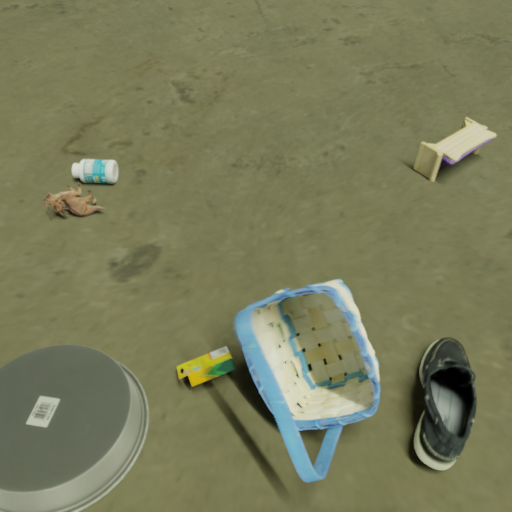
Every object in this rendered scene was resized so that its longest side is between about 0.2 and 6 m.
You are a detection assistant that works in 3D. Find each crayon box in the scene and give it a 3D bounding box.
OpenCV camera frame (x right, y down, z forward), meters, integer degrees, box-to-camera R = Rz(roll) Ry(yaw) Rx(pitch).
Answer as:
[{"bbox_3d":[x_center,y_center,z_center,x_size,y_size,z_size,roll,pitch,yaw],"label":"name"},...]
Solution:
[{"bbox_3d":[-0.718,1.588,7.974,0.791,0.201,0.502,-20,13,-7],"label":"crayon box"}]

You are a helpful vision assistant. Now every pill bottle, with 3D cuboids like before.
[{"bbox_3d":[-3.304,-1.733,11.480,0.862,0.478,0.478,2,44,3],"label":"pill bottle"}]

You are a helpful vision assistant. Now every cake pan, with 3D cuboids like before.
[{"bbox_3d":[-2.709,2.166,7.403,2.505,0.459,2.505,0,44,0],"label":"cake pan"}]

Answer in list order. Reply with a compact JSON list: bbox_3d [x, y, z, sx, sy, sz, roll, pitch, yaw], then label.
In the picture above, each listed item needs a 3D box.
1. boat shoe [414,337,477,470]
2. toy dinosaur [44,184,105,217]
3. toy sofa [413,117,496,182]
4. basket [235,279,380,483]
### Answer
[{"bbox_3d":[2.606,1.773,7.500,0.791,0.702,2.116,27,44,10],"label":"boat shoe"},{"bbox_3d":[-3.458,-0.973,10.685,1.035,0.444,0.702,29,69,-14],"label":"toy dinosaur"},{"bbox_3d":[4.200,-2.200,11.813,1.694,0.702,0.827,-31,56,-28],"label":"toy sofa"},{"bbox_3d":[0.624,1.351,6.897,1.584,2.008,2.277,-20,1,21],"label":"basket"}]
